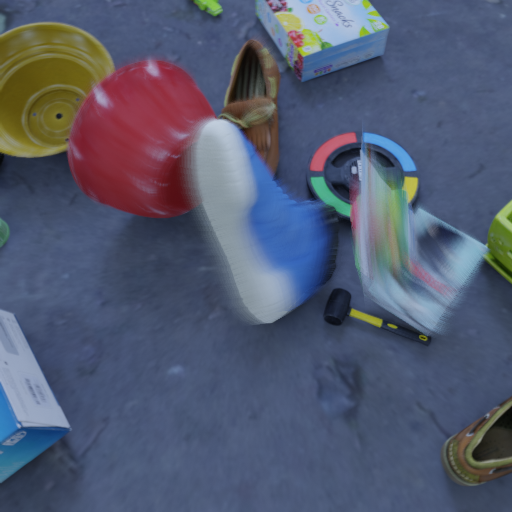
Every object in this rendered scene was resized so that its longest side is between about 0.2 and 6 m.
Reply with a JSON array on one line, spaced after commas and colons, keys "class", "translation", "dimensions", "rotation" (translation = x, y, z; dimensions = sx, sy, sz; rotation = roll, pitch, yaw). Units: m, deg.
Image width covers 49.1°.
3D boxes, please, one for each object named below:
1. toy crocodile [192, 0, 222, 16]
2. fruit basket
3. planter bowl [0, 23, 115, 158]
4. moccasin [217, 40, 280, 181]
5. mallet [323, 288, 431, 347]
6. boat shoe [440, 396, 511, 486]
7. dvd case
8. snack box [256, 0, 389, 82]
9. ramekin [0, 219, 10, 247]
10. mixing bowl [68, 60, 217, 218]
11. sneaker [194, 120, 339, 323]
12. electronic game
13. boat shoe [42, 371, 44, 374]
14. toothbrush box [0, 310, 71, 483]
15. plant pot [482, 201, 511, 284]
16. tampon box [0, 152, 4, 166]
[{"class": "toy crocodile", "translation": [-1.251, -5.867, 12.800], "dimensions": [1.233, 0.381, 0.416], "rotation": [43, 69, 15]}, {"class": "fruit basket", "translation": [1.601, -0.397, 7.210], "dimensions": [0.755, 1.611, 1.492], "rotation": [-2, 77, 20]}, {"class": "planter bowl", "translation": [-3.896, -2.887, 10.594], "dimensions": [2.764, 1.151, 2.764], "rotation": [0, 75, 0]}, {"class": "moccasin", "translation": [-0.113, -2.514, 10.260], "dimensions": [1.178, 1.243, 3.220], "rotation": [3, 68, 21]}, {"class": "mallet", "translation": [1.989, 1.003, 9.126], "dimensions": [1.767, 0.364, 0.582], "rotation": [14, 59, 2]}, {"class": "boat shoe", "translation": [4.006, 2.405, 7.961], "dimensions": [2.819, 0.958, 1.014], "rotation": [-28, 65, -14]}, {"class": "dvd case", "translation": [2.629, 0.256, 8.777], "dimensions": [1.191, 0.180, 1.632], "rotation": [34, 105, 17]}, {"class": "snack box", "translation": [1.362, -5.086, 12.085], "dimensions": [2.018, 0.810, 2.393], "rotation": [-21, 65, -10]}, {"class": "ramekin", "translation": [-4.751, -0.442, 9.852], "dimensions": [0.695, 0.339, 0.695], "rotation": [0, 62, 0]}, {"class": "mixing bowl", "translation": [-1.467, -1.617, 9.036], "dimensions": [2.644, 2.644, 1.432], "rotation": [-40, 57, -19]}, {"class": "sneaker", "translation": [0.304, -0.722, 8.674], "dimensions": [1.782, 3.203, 1.230], "rotation": [-30, 22, -27]}, {"class": "electronic game", "translation": [1.975, -1.473, 10.353], "dimensions": [2.107, 0.438, 2.107], "rotation": [0, 62, 0]}, {"class": "boat shoe", "translation": [-3.678, 1.596, 8.634], "dimensions": [1.620, 0.591, 0.510], "rotation": [36, 72, 25]}, {"class": "toothbrush box", "translation": [-4.340, 2.286, 7.494], "dimensions": [2.886, 1.231, 2.113], "rotation": [-37, 67, -2]}, {"class": "plant pot", "translation": [4.707, -0.201, 9.114], "dimensions": [1.552, 1.415, 1.560], "rotation": [-36, 68, -17]}, {"class": "tampon box", "translation": [-5.252, -1.695, 10.380], "dimensions": [0.716, 0.603, 0.956], "rotation": [5, 62, 2]}]
